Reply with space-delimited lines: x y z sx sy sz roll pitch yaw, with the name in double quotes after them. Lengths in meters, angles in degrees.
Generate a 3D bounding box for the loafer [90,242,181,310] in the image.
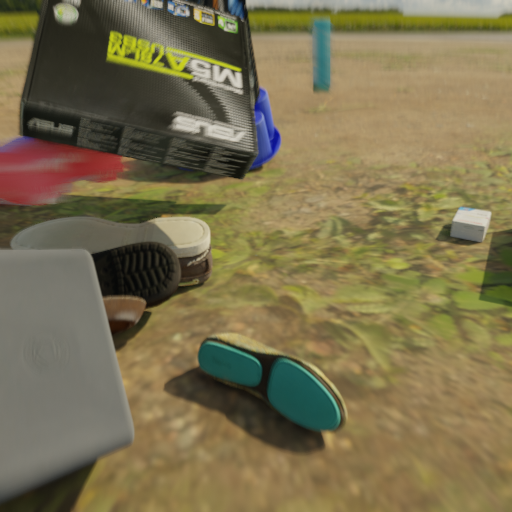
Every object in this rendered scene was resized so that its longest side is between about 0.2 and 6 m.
-2.261 0.525 7.206 2.779 0.991 1.014 -5 70 5 "loafer"

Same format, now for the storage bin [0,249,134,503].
-2.125 1.024 4.849 1.537 2.288 1.665 -6 -18 -37 "storage bin"

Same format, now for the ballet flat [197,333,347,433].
0.219 1.261 5.935 1.839 0.650 0.650 18 31 31 "ballet flat"

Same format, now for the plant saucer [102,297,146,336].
-1.994 0.789 6.403 1.503 0.241 1.503 -13 -15 -4 "plant saucer"

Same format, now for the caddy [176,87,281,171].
-0.883 -2.957 13.425 2.941 1.544 2.079 2 48 8 "caddy"

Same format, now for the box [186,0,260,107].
-0.800 -3.818 10.141 0.723 3.143 2.498 -7 -6 -17 "box"

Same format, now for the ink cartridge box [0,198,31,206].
-4.756 -1.464 11.501 0.857 0.486 1.170 5 27 9 "ink cartridge box"

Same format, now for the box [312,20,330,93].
1.252 -3.821 10.770 0.308 1.254 0.516 -1 3 3 "box"

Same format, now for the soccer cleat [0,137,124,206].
-2.742 -1.414 7.882 1.126 0.983 2.946 13 23 6 "soccer cleat"

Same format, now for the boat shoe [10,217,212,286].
-2.066 -0.001 8.131 2.881 0.857 1.035 -1 39 3 "boat shoe"

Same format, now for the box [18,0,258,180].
-1.451 -2.470 7.435 2.839 0.675 2.742 10 54 -20 "box"

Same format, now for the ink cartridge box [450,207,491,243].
3.772 -0.554 9.849 0.548 0.321 0.758 13 28 25 "ink cartridge box"
